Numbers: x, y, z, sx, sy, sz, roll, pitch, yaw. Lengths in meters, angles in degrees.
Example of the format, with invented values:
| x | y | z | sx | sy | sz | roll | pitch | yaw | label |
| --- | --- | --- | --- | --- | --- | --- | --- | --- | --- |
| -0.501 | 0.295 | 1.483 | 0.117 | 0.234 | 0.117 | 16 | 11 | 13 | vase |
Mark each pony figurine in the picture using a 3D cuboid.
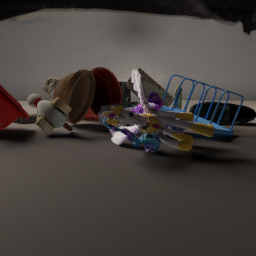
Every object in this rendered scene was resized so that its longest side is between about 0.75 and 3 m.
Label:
| x | y | z | sx | sy | sz | roll | pitch | yaw | label |
| --- | --- | --- | --- | --- | --- | --- | --- | --- | --- |
| 0.542 | -0.276 | 7.196 | 2.550 | 2.124 | 2.462 | 14 | 14 | -11 | pony figurine |

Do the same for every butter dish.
| x | y | z | sx | sy | sz | roll | pitch | yaw | label |
| --- | --- | --- | --- | --- | --- | --- | --- | --- | --- |
| -5.439 | -0.716 | 10.491 | 2.457 | 1.816 | 2.451 | 11 | -29 | 33 | butter dish |

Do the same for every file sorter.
| x | y | z | sx | sy | sz | roll | pitch | yaw | label |
| --- | --- | --- | --- | --- | --- | --- | --- | --- | --- |
| 2.454 | -0.832 | 9.485 | 1.547 | 1.368 | 2.230 | 6 | 17 | -44 | file sorter |

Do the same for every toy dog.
| x | y | z | sx | sy | sz | roll | pitch | yaw | label |
| --- | --- | --- | --- | --- | --- | --- | --- | --- | --- |
| -2.791 | -0.560 | 10.370 | 1.722 | 1.257 | 2.611 | -36 | 39 | 7 | toy dog |

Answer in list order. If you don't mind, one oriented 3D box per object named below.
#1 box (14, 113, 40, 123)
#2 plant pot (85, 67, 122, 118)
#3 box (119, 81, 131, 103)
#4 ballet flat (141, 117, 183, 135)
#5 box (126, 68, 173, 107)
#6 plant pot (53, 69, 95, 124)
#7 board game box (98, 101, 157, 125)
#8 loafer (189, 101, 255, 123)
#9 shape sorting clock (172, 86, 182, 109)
| x | y | z | sx | sy | sz | roll | pitch | yaw | label |
| --- | --- | --- | --- | --- | --- | --- | --- | --- | --- |
| -4.924 | -0.496 | 13.776 | 1.516 | 0.336 | 1.214 | -6 | 10 | -39 | box |
| -2.207 | -1.725 | 15.358 | 2.661 | 2.736 | 2.736 | -4 | 3 | 41 | plant pot |
| -0.644 | -1.802 | 17.142 | 1.228 | 2.057 | 2.091 | 2 | 8 | 16 | box |
| 1.271 | -0.124 | 9.271 | 0.741 | 0.807 | 2.351 | 18 | 17 | 34 | ballet flat |
| 1.222 | -1.968 | 15.616 | 2.634 | 1.024 | 1.251 | 42 | -11 | 3 | box |
| -2.485 | -1.471 | 12.324 | 1.126 | 2.440 | 2.440 | 19 | 12 | 13 | plant pot |
| -0.021 | -0.821 | 13.363 | 2.612 | 0.567 | 2.599 | -9 | 11 | 0 | board game box |
| 4.357 | -0.731 | 12.857 | 2.990 | 1.015 | 1.050 | 4 | 0 | 1 | loafer |
| 2.091 | -0.994 | 12.226 | 0.333 | 1.699 | 1.699 | 9 | 10 | 19 | shape sorting clock |
